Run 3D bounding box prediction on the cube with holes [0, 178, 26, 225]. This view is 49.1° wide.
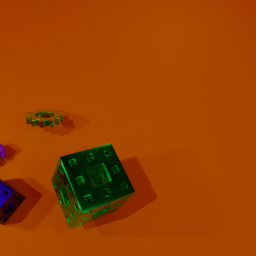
[{"bbox_3d":[-3.415,1.846,7.287,0.881,0.881,0.881,32,69,13],"label":"cube with holes"}]

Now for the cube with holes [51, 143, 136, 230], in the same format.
[{"bbox_3d":[-0.926,1.439,6.958,1.378,1.378,1.378,-14,64,-32],"label":"cube with holes"}]

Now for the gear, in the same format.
[{"bbox_3d":[-2.459,-0.295,8.257,1.067,0.197,1.067,4,21,-2],"label":"gear"}]

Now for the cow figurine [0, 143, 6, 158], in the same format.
[{"bbox_3d":[-4.050,0.630,7.969,0.924,0.507,0.909,-29,53,-34],"label":"cow figurine"}]
